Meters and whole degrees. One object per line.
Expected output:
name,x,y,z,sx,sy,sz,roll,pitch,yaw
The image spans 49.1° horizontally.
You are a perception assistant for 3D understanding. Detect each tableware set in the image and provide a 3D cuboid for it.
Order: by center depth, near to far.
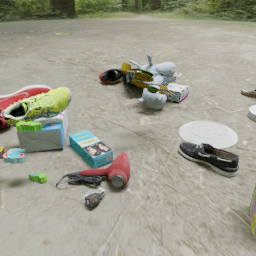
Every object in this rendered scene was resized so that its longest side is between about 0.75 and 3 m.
tableware set,0.591,-1.537,8.941,2.003,0.307,1.349,23,-6,-43

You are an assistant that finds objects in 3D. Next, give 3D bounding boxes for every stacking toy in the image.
stacking toy,-3.366,0.730,7.328,2.353,1.774,0.553,-1,27,-3

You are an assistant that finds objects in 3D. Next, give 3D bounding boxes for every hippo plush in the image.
hippo plush,1.288,-1.831,12.004,1.746,2.192,1.762,-13,62,20

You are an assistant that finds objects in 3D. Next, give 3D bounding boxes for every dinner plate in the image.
dinner plate,2.912,0.144,10.191,2.097,0.254,2.097,0,28,0

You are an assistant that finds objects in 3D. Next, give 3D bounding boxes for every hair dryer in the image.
hair dryer,-0.728,1.178,7.744,2.201,0.598,1.677,-23,34,-39

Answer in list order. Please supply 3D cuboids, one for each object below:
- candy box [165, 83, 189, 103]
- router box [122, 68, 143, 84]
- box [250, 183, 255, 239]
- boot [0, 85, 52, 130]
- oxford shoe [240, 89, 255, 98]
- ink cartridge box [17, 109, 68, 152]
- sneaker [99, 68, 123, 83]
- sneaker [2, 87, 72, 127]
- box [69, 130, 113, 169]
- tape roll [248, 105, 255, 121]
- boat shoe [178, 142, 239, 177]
candy box,1.915,-1.786,13.600,1.772,0.540,1.208,15,28,28
router box,0.815,-2.693,14.339,1.950,0.648,2.480,-6,8,-7
box,3.916,1.398,5.709,2.302,2.025,1.113,7,28,15
boot,-4.284,-0.757,11.122,2.947,1.067,2.126,-17,31,-15
oxford shoe,6.065,-1.761,13.722,0.389,0.406,1.099,-23,35,-38
ink cartridge box,-2.917,-0.145,10.026,1.386,0.817,2.407,-5,29,-3
sneaker,-0.578,-2.953,15.536,1.960,0.693,0.958,-14,8,-22
sneaker,-2.793,-0.628,8.729,2.228,0.840,0.851,-27,-2,-5
box,-1.218,0.639,8.983,0.707,0.422,1.718,-18,32,-31
tape roll,5.742,-0.552,11.484,1.518,0.277,1.518,0,26,0
boat shoe,2.408,0.766,8.522,0.747,0.610,2.021,-20,33,-34
